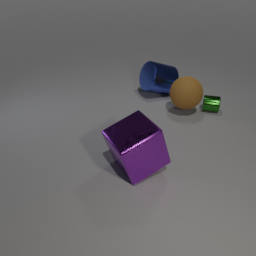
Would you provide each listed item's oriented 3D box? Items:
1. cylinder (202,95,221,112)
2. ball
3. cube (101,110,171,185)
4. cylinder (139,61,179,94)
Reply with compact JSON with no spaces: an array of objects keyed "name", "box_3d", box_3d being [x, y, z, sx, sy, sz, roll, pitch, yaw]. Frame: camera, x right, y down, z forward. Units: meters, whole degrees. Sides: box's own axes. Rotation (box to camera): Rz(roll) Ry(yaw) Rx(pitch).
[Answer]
[{"name":"cylinder","box_3d":[3.665,-1.074,12.329,0.700,0.700,0.700,8,32,13]},{"name":"ball","box_3d":[2.474,-1.489,11.894,1.400,1.400,1.400,0,31,0]},{"name":"cube","box_3d":[0.254,0.576,8.599,1.400,1.400,1.400,-30,39,-12]},{"name":"cylinder","box_3d":[1.481,-2.407,13.522,1.400,1.400,1.400,5,26,-29]}]
